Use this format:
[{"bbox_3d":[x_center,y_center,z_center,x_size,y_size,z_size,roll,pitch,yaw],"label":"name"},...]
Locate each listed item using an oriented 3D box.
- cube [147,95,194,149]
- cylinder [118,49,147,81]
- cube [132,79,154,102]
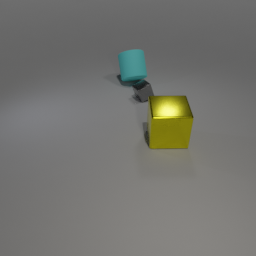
[{"bbox_3d":[1.446,-0.222,10.068,1.400,1.400,1.400,-1,38,-1],"label":"cube"},{"bbox_3d":[0.245,-3.323,15.008,1.400,1.400,1.400,-9,1,0],"label":"cylinder"},{"bbox_3d":[0.718,-1.774,13.352,0.700,0.700,0.700,-30,37,-8],"label":"cube"}]
